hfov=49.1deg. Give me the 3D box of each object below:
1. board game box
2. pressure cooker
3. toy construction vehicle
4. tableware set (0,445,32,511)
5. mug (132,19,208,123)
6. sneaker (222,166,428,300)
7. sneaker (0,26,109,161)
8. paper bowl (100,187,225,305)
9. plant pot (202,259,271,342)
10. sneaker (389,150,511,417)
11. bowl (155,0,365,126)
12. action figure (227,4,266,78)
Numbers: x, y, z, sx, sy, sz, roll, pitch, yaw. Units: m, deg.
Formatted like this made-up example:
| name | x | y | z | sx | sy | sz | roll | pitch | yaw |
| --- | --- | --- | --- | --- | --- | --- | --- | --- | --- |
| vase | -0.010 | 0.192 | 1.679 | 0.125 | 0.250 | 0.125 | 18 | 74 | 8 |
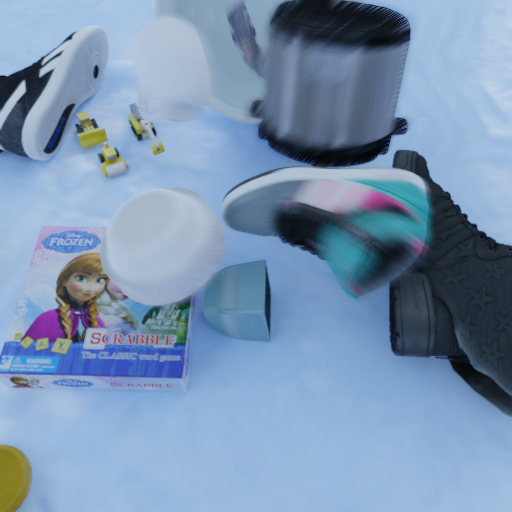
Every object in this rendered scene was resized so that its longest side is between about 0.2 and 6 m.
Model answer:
| name | x | y | z | sx | sy | sz | roll | pitch | yaw |
| --- | --- | --- | --- | --- | --- | --- | --- | --- | --- |
| board game box | -2.169 | 0.694 | 8.257 | 2.539 | 0.522 | 2.533 | 1 | 54 | 1 |
| pressure cooker | 1.119 | -2.541 | 8.753 | 2.193 | 2.455 | 2.159 | -22 | 42 | -31 |
| toy construction vehicle | -2.554 | -2.264 | 10.353 | 1.398 | 0.566 | 1.606 | -21 | 57 | -14 |
| tableware set | -3.160 | 3.329 | 6.464 | 3.157 | 0.484 | 2.127 | 15 | 53 | 12 |
| mug | -1.285 | -2.490 | 8.085 | 0.988 | 1.338 | 1.173 | 4 | 63 | -46 |
| sneaker | 0.916 | -0.238 | 7.366 | 2.821 | 1.180 | 1.703 | -4 | 46 | 5 |
| sneaker | -4.292 | -3.396 | 10.743 | 1.901 | 1.241 | 3.398 | 12 | 56 | 7 |
| paper bowl | -1.296 | -0.233 | 7.375 | 1.619 | 0.842 | 1.619 | -12 | 53 | 16 |
| plant pot | -0.277 | 0.664 | 8.098 | 0.919 | 0.902 | 0.900 | -2 | 54 | 6 |
| sneaker | 3.046 | 0.192 | 8.039 | 2.205 | 1.270 | 4.228 | 1 | 56 | 10 |
| bowl | 0.006 | -4.209 | 10.583 | 3.815 | 1.715 | 3.815 | -1 | 93 | -12 |
| action figure | -0.051 | -3.722 | 9.950 | 0.541 | 1.014 | 1.558 | -32 | 59 | 12 |
